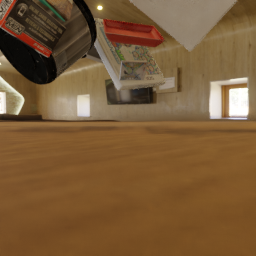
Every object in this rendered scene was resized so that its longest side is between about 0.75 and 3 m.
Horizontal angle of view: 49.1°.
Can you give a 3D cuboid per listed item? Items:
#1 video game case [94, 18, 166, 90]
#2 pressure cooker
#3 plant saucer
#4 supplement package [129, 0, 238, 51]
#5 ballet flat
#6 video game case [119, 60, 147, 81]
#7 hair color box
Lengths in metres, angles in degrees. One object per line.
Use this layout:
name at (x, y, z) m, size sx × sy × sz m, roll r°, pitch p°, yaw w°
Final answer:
video game case at (-0.030, -2.852, 10.728) m, size 2.696 × 2.962 × 0.351 m, roll -15°, pitch -16°, yaw -46°
pressure cooker at (-2.337, -2.982, 8.643) m, size 2.786 × 2.489 × 2.450 m, roll -49°, pitch 21°, yaw -27°
plant saucer at (0.078, -2.308, 6.853) m, size 1.391 × 0.256 × 1.394 m, roll 4°, pitch 31°, yaw -10°
supplement package at (1.016, -3.133, 6.103) m, size 1.416 × 2.365 × 1.434 m, roll -46°, pitch 11°, yaw 39°
ballet flat at (-1.668, -3.073, 6.405) m, size 0.723 × 0.714 × 2.125 m, roll 36°, pitch 9°, yaw -46°
video game case at (0.165, -1.852, 9.068) m, size 0.833 × 0.092 × 0.760 m, roll -2°, pitch -40°, yaw -11°
hair color box at (-2.607, -2.547, 5.895) m, size 2.518 × 0.771 × 1.278 m, roll 36°, pitch 5°, yaw 30°
